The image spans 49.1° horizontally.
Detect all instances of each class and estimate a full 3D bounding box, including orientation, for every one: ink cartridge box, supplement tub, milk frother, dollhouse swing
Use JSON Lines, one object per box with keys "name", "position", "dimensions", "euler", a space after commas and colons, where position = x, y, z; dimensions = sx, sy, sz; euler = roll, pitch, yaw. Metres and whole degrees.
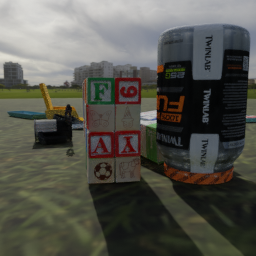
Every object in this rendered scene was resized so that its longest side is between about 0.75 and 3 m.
{"name": "ink cartridge box", "position": [0.707, 0.114, 6.325], "dimensions": [1.291, 0.778, 1.777], "euler": [-10, 12, -26]}
{"name": "supplement tub", "position": [1.179, -0.373, 4.585], "dimensions": [1.435, 2.342, 1.435], "euler": [0, 7, 0]}
{"name": "milk frother", "position": [-2.024, -0.131, 7.601], "dimensions": [1.006, 1.069, 0.965], "euler": [-3, 12, -17]}
{"name": "dollhouse swing", "position": [-2.843, -1.076, 12.135], "dimensions": [1.773, 1.715, 1.951], "euler": [-2, 7, -11]}

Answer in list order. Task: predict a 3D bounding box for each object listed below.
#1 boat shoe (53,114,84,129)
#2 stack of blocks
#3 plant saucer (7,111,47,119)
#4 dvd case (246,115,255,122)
{"name": "boat shoe", "position": [-2.255, -0.258, 10.624], "dimensions": [1.696, 0.480, 0.582], "euler": [5, 9, 32]}
{"name": "stack of blocks", "position": [-0.447, -0.118, 5.471], "dimensions": [0.811, 1.595, 2.771], "euler": [-1, 8, -10]}
{"name": "plant saucer", "position": [-5.326, -0.712, 14.847], "dimensions": [2.879, 0.273, 1.007], "euler": [6, 10, 43]}
{"name": "dvd case", "position": [5.402, -0.484, 13.311], "dimensions": [1.437, 0.217, 1.969], "euler": [-3, 9, -18]}
